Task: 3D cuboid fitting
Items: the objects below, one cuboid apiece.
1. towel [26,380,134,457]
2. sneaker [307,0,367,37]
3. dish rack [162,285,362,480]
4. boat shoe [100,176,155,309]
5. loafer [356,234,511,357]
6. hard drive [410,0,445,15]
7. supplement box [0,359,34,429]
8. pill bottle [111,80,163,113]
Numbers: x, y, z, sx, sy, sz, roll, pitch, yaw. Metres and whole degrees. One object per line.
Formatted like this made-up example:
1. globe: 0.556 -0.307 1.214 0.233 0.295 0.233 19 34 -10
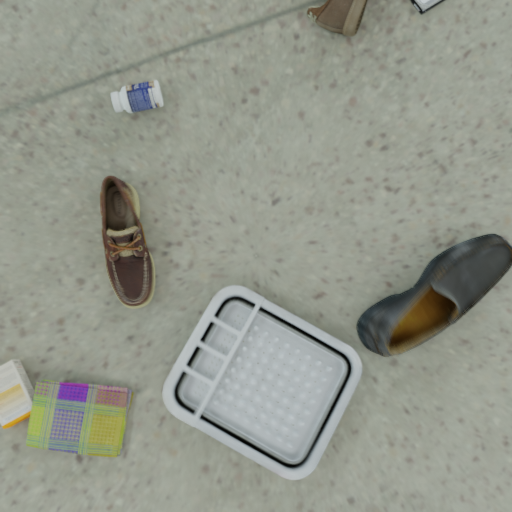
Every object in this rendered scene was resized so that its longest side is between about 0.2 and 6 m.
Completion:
1. towel: -3.472 3.215 11.090 1.897 0.216 1.362 8 80 -9
2. sneaker: 2.162 -6.638 12.656 1.251 1.166 3.311 18 79 6
3. dish rack: 0.134 2.466 11.135 3.299 0.718 2.832 28 79 5
4. boat shoe: -2.736 -0.315 11.495 1.005 1.003 2.786 -9 78 0
5. loafer: 3.683 0.865 10.934 3.533 1.277 1.286 -38 100 0
6. hard drive: 4.070 -6.175 13.058 1.024 0.194 0.715 -32 81 -7
7. supplement box: -4.903 2.755 11.226 0.733 0.428 1.163 -28 82 -6
8. pill bottle: -2.622 -3.481 12.338 1.056 0.586 0.586 -12 79 -3
